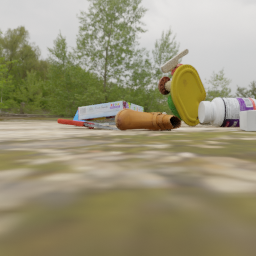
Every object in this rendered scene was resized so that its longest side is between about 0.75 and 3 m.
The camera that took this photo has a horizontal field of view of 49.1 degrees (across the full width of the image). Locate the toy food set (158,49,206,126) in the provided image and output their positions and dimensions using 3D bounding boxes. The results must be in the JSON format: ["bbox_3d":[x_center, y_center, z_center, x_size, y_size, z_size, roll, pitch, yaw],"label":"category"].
[{"bbox_3d":[1.827,-1.350,9.995,0.919,2.813,1.655,8,47,48],"label":"toy food set"}]

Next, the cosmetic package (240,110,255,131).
[{"bbox_3d":[2.849,-0.170,6.217,0.579,0.457,1.077,-1,1,16],"label":"cosmetic package"}]

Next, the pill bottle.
[{"bbox_3d":[3.274,-0.512,9.233,1.740,0.969,0.969,0,2,-3],"label":"pill bottle"}]

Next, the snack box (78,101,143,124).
[{"bbox_3d":[-0.469,-0.403,7.703,1.486,0.394,1.057,-5,-6,32],"label":"snack box"}]

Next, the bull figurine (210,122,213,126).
[{"bbox_3d":[3.584,-0.379,10.550,0.384,0.717,1.180,13,2,-25],"label":"bull figurine"}]

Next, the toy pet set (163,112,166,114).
[{"bbox_3d":[1.638,-0.314,14.303,0.990,0.563,1.061,-35,2,-6],"label":"toy pet set"}]

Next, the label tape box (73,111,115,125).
[{"bbox_3d":[-1.411,-0.431,10.832,1.876,0.620,1.344,2,4,-28],"label":"label tape box"}]

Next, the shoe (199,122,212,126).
[{"bbox_3d":[4.023,-0.358,11.315,2.480,0.867,0.662,4,47,43],"label":"shoe"}]

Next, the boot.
[{"bbox_3d":[0.457,-0.126,6.115,1.033,0.510,1.331,6,-2,40],"label":"boot"}]

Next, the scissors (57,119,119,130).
[{"bbox_3d":[-1.131,-0.066,7.362,1.033,0.197,2.823,9,1,-26],"label":"scissors"}]
